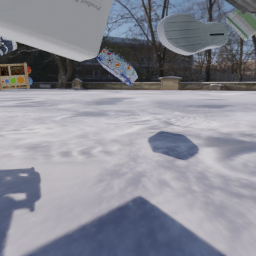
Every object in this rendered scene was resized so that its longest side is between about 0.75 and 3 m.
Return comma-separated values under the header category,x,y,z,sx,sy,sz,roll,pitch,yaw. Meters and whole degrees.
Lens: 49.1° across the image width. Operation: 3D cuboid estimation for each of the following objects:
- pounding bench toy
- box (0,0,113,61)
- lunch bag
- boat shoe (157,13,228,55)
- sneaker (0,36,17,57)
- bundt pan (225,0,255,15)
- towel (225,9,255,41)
category,x,y,z,sx,sy,sz,roll,pitch,yaw
pounding bench toy,-2.532,-1.166,6.304,0.688,0.548,0.882,-8,13,-19
box,-1.557,-2.499,5.063,2.305,1.984,2.316,15,6,-19
lunch bag,-0.322,-1.996,9.431,1.452,0.549,1.164,39,0,7
boat shoe,1.740,-2.607,8.161,2.935,1.080,0.980,-8,8,-39
sneaker,-3.026,-2.187,6.523,0.416,1.188,0.644,34,59,17
bundt pan,2.033,-2.866,4.419,0.717,1.909,1.909,11,5,-20
towel,3.117,-2.790,7.004,1.083,0.808,0.166,-38,-13,6
